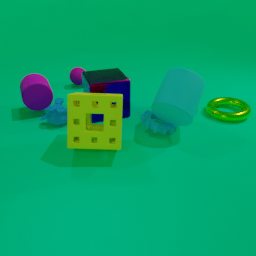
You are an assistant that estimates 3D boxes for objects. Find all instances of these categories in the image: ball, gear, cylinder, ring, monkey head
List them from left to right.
[{"bbox_3d":[-3.144,-1.241,9.602,1.001,1.001,1.001,-11,33,-19],"label":"cylinder"},{"bbox_3d":[-2.257,-0.506,9.040,1.146,0.691,0.825,3,47,-1],"label":"monkey head"},{"bbox_3d":[-2.097,-2.189,11.841,0.750,0.750,0.750,0,30,0],"label":"ball"},{"bbox_3d":[0.973,-0.201,8.801,1.155,0.214,1.155,11,31,-7],"label":"gear"},{"bbox_3d":[1.480,-0.894,8.232,1.257,1.257,1.257,16,70,26],"label":"cylinder"},{"bbox_3d":[3.482,-0.674,9.740,1.510,0.302,1.510,-2,31,1],"label":"ring"}]

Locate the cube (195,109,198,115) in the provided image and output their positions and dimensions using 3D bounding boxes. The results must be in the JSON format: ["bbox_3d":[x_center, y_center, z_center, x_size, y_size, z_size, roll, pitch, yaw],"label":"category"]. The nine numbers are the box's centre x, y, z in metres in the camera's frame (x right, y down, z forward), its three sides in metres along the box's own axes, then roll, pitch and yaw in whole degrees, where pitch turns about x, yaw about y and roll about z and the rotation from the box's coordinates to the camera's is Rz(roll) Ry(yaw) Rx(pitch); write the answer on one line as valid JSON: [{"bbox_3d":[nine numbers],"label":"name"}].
[{"bbox_3d":[1.983,-1.057,9.789,0.871,0.871,0.871,5,27,2],"label":"cube"}]

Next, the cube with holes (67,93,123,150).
[{"bbox_3d":[-0.837,-0.235,7.532,1.339,1.339,1.339,2,9,-2],"label":"cube with holes"}]

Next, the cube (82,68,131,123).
[{"bbox_3d":[-0.753,-1.157,9.586,1.350,1.350,1.350,-10,31,-16],"label":"cube"}]
